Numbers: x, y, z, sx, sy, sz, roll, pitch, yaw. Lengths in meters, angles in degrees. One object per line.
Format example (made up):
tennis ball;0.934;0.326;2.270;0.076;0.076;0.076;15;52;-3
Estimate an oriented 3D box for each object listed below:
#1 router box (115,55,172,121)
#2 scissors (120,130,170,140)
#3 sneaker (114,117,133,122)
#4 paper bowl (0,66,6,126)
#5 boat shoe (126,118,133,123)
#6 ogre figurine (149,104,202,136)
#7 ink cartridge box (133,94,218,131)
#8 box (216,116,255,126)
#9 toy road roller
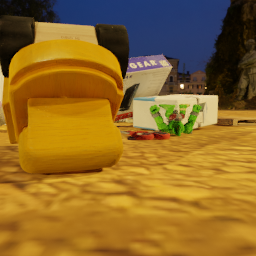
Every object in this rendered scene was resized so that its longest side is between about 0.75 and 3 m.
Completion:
router box;-0.117;-1.292;9.901;2.761;0.675;2.478;-15;-31;-30
scissors;0.201;0.154;7.920;0.911;0.173;2.491;-5;6;-27
sneaker;-0.625;-0.773;13.722;0.945;1.020;2.516;2;4;39
paper bowl;-4.938;-1.370;10.587;2.800;2.800;1.456;2;-17;21
boat shoe;0.269;-0.391;13.492;0.786;0.261;0.291;-2;5;-23
ogre figurine;1.320;-0.237;7.846;1.447;0.868;0.710;-4;9;-31
ink cartridge box;1.682;-0.575;9.727;1.858;1.090;2.537;8;15;44
box;4.780;-0.345;12.722;2.263;0.295;2.769;-2;5;-24
toy road roller;-0.980;-0.122;4.252;1.760;2.091;2.865;-1;-32;-17
